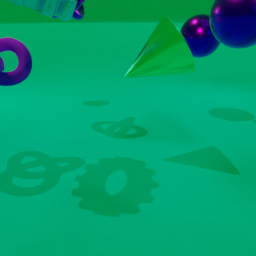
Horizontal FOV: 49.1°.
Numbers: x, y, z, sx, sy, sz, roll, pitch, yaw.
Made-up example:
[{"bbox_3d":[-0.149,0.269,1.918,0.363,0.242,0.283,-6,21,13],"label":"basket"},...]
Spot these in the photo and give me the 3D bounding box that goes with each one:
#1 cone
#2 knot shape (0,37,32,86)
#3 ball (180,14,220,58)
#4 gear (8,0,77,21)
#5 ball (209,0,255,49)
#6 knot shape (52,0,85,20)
[{"bbox_3d":[0.521,-1.498,6.310,1.423,1.417,1.417,-30,24,4],"label":"cone"},{"bbox_3d":[-3.198,-1.382,5.996,1.779,0.879,1.901,19,35,37],"label":"knot shape"},{"bbox_3d":[2.382,-3.020,9.230,1.374,1.374,1.374,0,23,0],"label":"ball"},{"bbox_3d":[-2.002,-2.634,5.155,2.090,0.387,2.090,23,21,-10],"label":"gear"},{"bbox_3d":[1.796,-1.759,4.406,0.989,0.989,0.989,0,23,0],"label":"ball"},{"bbox_3d":[-1.857,-3.549,7.819,1.818,0.840,1.701,-1,32,-36],"label":"knot shape"}]
